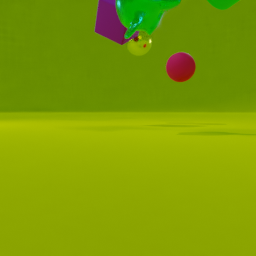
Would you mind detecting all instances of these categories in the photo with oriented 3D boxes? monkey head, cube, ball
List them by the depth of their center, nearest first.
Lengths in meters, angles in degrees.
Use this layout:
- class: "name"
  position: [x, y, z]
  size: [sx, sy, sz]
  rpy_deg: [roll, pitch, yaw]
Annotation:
- class: "monkey head"
  position: [0.414, -2.919, 6.428]
  size: [1.171, 1.943, 1.398]
  rpy_deg: [9, -14, -40]
- class: "cube"
  position: [-0.292, -3.895, 9.939]
  size: [1.221, 1.221, 1.221]
  rpy_deg: [30, 44, 15]
- class: "ball"
  position: [2.075, -2.388, 11.030]
  size: [1.156, 1.156, 1.156]
  rpy_deg: [0, 3, 0]
- class: "ball"
  position: [0.460, -3.690, 12.025]
  size: [1.142, 1.142, 1.142]
  rpy_deg: [0, 3, 0]

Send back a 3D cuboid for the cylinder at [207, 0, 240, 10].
- class: "cylinder"
  position: [2.128, -3.088, 5.652]
  size: [0.976, 0.976, 0.976]
  rpy_deg: [-2, -10, -30]
